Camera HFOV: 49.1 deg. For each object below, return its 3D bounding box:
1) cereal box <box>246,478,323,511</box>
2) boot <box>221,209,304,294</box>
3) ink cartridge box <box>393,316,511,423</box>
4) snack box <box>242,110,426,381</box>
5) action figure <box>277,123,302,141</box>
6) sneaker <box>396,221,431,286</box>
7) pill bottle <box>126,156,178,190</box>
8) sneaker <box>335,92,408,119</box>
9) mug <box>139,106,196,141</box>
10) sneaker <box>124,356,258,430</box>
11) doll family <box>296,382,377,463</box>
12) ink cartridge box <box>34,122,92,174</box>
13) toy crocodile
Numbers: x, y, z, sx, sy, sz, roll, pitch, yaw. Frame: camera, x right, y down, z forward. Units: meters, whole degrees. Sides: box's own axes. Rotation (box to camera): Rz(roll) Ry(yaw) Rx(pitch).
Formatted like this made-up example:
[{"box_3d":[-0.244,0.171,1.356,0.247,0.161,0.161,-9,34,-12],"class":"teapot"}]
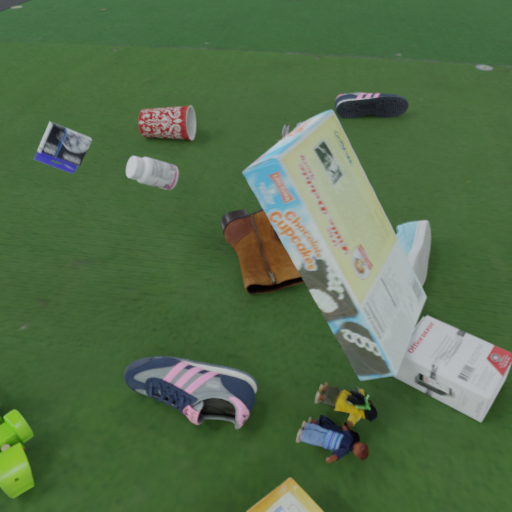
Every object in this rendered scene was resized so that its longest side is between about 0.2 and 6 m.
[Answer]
[{"box_3d":[0.527,3.887,5.321,2.135,0.586,2.967,-26,45,-29],"class":"cereal box"},{"box_3d":[0.479,-0.298,10.611,2.003,0.729,2.128,-11,40,-14],"class":"boot"},{"box_3d":[2.878,1.617,8.237,1.383,0.573,1.015,25,46,30],"class":"ink cartridge box"},{"box_3d":[1.278,-0.188,7.992,0.632,3.405,1.978,-19,18,37],"class":"snack box"},{"box_3d":[0.917,-1.933,10.011,1.304,0.848,0.452,1,13,-24],"class":"action figure"},{"box_3d":[2.738,0.034,10.357,0.769,0.693,1.876,-5,32,29],"class":"sneaker"},{"box_3d":[-1.891,-1.514,10.187,0.852,0.483,0.483,11,27,-38],"class":"pill bottle"},{"box_3d":[3.240,-4.371,15.841,2.043,0.717,0.838,0,41,-1],"class":"sneaker"},{"box_3d":[-2.296,-3.410,14.721,1.315,1.167,0.877,2,74,9],"class":"mug"},{"box_3d":[-0.983,1.916,7.790,1.933,0.678,0.793,4,35,7],"class":"sneaker"},{"box_3d":[1.162,2.216,7.479,0.906,0.615,1.568,17,42,18],"class":"doll family"},{"box_3d":[-3.526,-1.935,10.222,0.777,0.784,0.170,18,20,-38],"class":"ink cartridge box"},{"box_3d":[-3.588,2.295,7.404,2.222,0.686,0.750,24,46,35],"class":"toy crocodile"}]
